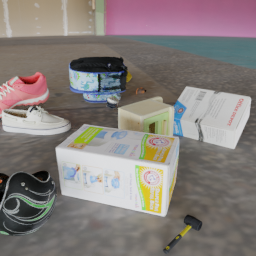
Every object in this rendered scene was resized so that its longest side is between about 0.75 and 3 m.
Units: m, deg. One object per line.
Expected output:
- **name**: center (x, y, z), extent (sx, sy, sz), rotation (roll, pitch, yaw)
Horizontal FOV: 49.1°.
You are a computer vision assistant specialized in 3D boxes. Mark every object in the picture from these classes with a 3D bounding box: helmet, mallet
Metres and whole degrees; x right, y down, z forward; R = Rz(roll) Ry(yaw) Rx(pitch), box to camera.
- **helmet**: center (-1.906, 1.312, 5.093), extent (1.174, 1.232, 1.232), rotation (29, -2, -43)
- **mallet**: center (0.928, 1.897, 5.057), extent (0.986, 0.203, 0.325), rotation (-22, 31, -34)

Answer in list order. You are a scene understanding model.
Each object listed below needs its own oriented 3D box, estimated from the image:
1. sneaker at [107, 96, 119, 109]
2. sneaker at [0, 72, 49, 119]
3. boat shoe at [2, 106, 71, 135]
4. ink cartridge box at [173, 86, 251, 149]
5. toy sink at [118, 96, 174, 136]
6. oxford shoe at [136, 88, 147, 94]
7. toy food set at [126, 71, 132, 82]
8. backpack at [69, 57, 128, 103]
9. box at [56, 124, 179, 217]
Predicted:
- **sneaker**: center (-0.544, -0.847, 9.697), extent (0.386, 0.391, 0.985), rotation (25, 11, 2)
- **sneaker**: center (-4.357, -1.345, 10.341), extent (2.985, 1.294, 1.100), rotation (-27, 61, -34)
- **boat shoe**: center (-3.104, -0.316, 9.394), extent (2.379, 0.830, 0.843), rotation (4, 24, 10)
- **ink cartridge box**: center (2.555, -0.378, 8.836), extent (2.117, 0.892, 1.545), rotation (17, 54, 31)
- **toy sink**: center (0.722, -0.127, 8.497), extent (1.856, 1.210, 1.040), rotation (-18, 29, -39)
- **oxford shoe**: center (0.645, -1.797, 13.634), extent (0.295, 0.289, 0.810), rotation (16, 27, 24)
- **toy food set**: center (-0.768, -3.078, 16.109), extent (1.642, 0.912, 2.791), rotation (20, 20, -17)
- **backpack**: center (-1.365, -2.135, 12.431), extent (2.448, 1.799, 2.241), rotation (0, 26, -9)
- **box**: center (-0.159, 0.837, 6.179), extent (2.384, 1.208, 1.341), rotation (8, 25, 17)
